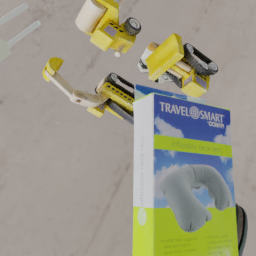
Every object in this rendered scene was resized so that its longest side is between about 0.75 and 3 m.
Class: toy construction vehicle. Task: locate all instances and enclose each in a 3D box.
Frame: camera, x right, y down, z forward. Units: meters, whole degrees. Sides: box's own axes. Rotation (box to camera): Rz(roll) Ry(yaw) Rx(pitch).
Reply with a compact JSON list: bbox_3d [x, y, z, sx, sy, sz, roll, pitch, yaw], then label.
[{"bbox_3d":[-0.032,-1.040,5.616,2.802,2.440,0.987,30,52,-24],"label":"toy construction vehicle"}]

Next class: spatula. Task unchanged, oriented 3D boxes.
[{"bbox_3d":[-2.543,-2.231,5.704,0.148,1.285,1.848,-2,42,31],"label":"spatula"}]

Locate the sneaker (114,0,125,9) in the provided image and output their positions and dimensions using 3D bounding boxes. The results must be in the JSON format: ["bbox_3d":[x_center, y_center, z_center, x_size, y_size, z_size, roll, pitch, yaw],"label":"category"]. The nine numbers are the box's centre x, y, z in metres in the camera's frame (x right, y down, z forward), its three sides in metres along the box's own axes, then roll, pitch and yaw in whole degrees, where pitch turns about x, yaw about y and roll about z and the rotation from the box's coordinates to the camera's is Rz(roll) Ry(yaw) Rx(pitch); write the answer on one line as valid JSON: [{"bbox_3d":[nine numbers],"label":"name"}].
[{"bbox_3d":[-0.165,-3.174,6.171,0.695,0.844,1.836,41,109,-1],"label":"sneaker"}]

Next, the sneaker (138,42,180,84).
[{"bbox_3d":[0.973,-1.368,6.707,1.731,0.759,0.655,21,32,-31],"label":"sneaker"}]

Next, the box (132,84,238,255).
[{"bbox_3d":[0.820,0.591,4.038,1.526,0.596,2.502,8,76,-29],"label":"box"}]

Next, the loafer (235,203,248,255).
[{"bbox_3d":[1.190,2.314,4.908,0.861,0.984,2.739,46,67,-17],"label":"loafer"}]
